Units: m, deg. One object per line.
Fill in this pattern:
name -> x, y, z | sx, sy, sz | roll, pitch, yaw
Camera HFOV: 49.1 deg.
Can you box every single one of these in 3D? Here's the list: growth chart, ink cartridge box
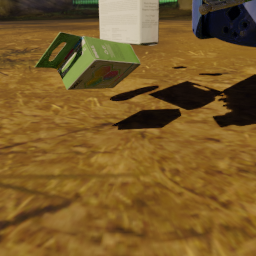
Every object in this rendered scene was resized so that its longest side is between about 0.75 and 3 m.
growth chart -> 1.238, -3.055, 5.038 | 1.840, 0.225, 2.543 | -26, 75, -17
ink cartridge box -> -0.049, -3.224, 6.569 | 0.690, 2.419, 1.966 | -9, 21, -31
ink cartridge box -> -0.755, -1.298, 5.788 | 1.019, 0.582, 1.963 | -35, -15, 37

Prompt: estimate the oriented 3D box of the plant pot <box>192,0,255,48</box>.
plant pot -> 3.085, -3.493, 7.310 | 2.260, 2.514, 2.514 | 16, 28, 40
